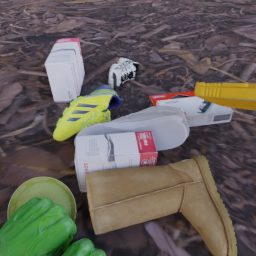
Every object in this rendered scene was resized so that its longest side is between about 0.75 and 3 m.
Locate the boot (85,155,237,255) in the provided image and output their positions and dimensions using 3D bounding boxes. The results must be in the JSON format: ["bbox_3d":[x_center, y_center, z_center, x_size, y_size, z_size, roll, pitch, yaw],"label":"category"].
[{"bbox_3d":[0.559,1.723,5.585,2.540,0.840,2.225,-11,56,-5],"label":"boot"}]

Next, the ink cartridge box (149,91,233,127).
[{"bbox_3d":[1.983,-0.811,9.194,2.199,0.479,1.908,-7,42,-9],"label":"ink cartridge box"}]

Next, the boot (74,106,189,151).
[{"bbox_3d":[0.140,0.101,7.607,2.966,1.091,1.417,-7,18,12],"label":"boot"}]

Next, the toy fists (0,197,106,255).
[{"bbox_3d":[-1.191,2.205,4.781,1.234,0.832,2.420,-43,58,-18],"label":"toy fists"}]

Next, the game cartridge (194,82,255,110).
[{"bbox_3d":[2.947,-0.609,5.909,2.456,0.398,2.165,11,3,34],"label":"game cartridge"}]

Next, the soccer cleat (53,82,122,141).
[{"bbox_3d":[-1.090,-0.427,8.241,1.147,0.886,2.742,39,45,2],"label":"soccer cleat"}]

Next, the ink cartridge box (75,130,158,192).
[{"bbox_3d":[-0.287,0.782,6.476,1.749,1.284,0.725,-4,45,-6],"label":"ink cartridge box"}]

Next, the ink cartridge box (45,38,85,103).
[{"bbox_3d":[-2.171,-2.087,9.983,0.892,1.533,2.104,-4,38,0],"label":"ink cartridge box"}]

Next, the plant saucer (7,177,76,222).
[{"bbox_3d":[-1.722,1.688,5.700,1.376,0.214,1.376,0,80,1],"label":"plant saucer"}]

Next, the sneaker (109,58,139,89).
[{"bbox_3d":[-0.118,-2.087,10.586,0.889,0.767,2.028,13,41,11],"label":"sneaker"}]
